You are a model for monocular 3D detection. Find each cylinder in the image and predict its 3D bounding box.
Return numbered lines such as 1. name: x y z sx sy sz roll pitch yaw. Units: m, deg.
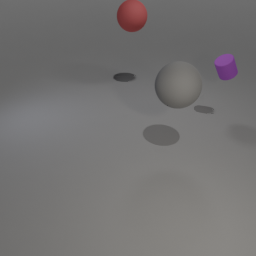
1. cylinder: 3.635 -2.251 10.371 0.700 0.700 0.700 -20 40 18

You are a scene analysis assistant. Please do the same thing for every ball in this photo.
1. ball: 1.503 -1.282 8.394 1.400 1.400 1.400 0 30 0
2. ball: 0.187 -5.128 12.826 1.400 1.400 1.400 0 30 0
